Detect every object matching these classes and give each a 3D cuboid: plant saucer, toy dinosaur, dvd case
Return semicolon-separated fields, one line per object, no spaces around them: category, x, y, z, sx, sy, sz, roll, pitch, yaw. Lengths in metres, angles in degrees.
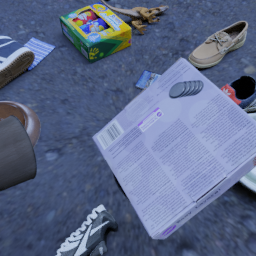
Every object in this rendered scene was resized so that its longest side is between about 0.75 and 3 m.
plant saucer;3.660;0.772;7.339;2.550;0.640;2.550;0;54;0
toy dinosaur;0.292;-4.465;11.055;2.968;0.897;1.577;-5;44;-24
dvd case;0.928;-1.488;9.304;1.162;0.102;0.829;20;57;14
plant saucer;-3.772;0.067;8.027;2.422;0.388;2.422;0;53;0

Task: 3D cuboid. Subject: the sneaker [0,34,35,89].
sneaker;-4.526;-2.048;9.067;1.450;0.937;2.673;39;62;14

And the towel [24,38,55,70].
towel;-3.507;-2.708;10.145;1.075;0.177;1.485;24;58;16

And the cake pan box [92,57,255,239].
cake pan box;0.580;0.224;3.724;1.889;0.494;1.739;-42;52;6

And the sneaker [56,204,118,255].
sneaker;-0.888;2.562;6.070;0.830;0.609;1.834;30;58;23

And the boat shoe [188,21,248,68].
boat shoe;3.200;-3.026;9.941;2.680;0.865;0.955;-35;61;-22

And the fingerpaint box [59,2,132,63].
fingerpaint box;-1.209;-3.623;10.420;1.813;0.797;2.173;-29;59;-19

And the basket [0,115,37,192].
basket;-2.265;0.588;4.188;1.441;1.300;0.980;-26;60;-37

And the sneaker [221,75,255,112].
sneaker;3.675;-1.114;8.311;2.514;1.062;0.942;-21;54;-27
